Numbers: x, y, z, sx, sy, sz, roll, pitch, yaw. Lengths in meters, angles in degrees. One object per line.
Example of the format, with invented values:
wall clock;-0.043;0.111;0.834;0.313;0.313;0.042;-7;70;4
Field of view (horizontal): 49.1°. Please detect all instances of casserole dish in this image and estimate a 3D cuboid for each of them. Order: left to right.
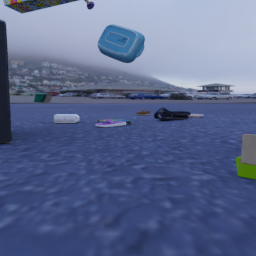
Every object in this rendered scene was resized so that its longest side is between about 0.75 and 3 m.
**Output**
casserole dish;-0.307;-2.950;9.580;1.920;1.163;0.372;29;1;30

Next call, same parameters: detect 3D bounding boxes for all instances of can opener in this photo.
can opener;1.882;-0.508;11.828;1.713;0.673;0.543;0;-34;-27

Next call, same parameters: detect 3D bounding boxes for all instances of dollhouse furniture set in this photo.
dollhouse furniture set;1.953;0.246;3.534;0.805;0.617;1.229;5;8;39

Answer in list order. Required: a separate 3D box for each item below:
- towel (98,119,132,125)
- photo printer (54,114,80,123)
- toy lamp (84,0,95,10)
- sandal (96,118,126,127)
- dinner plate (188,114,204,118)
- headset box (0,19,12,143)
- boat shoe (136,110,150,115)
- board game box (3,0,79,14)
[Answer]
towel;-0.516;-0.222;10.304;0.998;0.148;1.361;-2;5;-18
photo printer;-2.298;-0.355;10.623;0.915;0.318;0.761;0;5;-8
toy lamp;-1.429;-4.078;8.569;0.314;0.314;1.077;3;-15;25
sandal;-0.581;-0.194;9.285;1.141;0.280;0.464;-5;8;-38
dinner plate;3.147;-0.599;13.801;1.172;0.142;1.172;0;5;0
headset box;-3.507;-1.000;6.333;1.326;2.489;2.859;-3;7;-28
boat shoe;0.825;-0.837;15.379;0.814;0.275;0.293;0;6;-1
board game box;-2.021;-3.840;7.136;2.245;1.177;1.156;-12;13;3
